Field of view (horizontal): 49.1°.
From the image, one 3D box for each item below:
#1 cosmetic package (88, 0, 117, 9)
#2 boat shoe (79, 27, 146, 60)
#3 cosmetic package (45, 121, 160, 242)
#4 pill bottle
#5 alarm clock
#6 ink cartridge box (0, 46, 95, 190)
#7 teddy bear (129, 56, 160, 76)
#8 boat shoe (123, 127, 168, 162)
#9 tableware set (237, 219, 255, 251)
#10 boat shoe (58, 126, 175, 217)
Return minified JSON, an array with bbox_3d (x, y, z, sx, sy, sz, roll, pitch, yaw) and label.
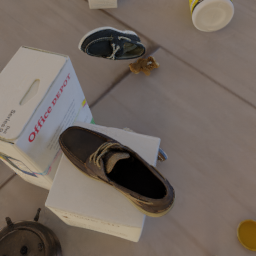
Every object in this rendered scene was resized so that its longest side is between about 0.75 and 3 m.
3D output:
[{"bbox_3d":[-0.981,-5.559,10.749,1.120,0.806,1.985,-1,63,0],"label":"cosmetic package"},{"bbox_3d":[-0.354,-2.415,8.282,2.416,0.913,0.729,-23,69,-43],"label":"boat shoe"},{"bbox_3d":[-0.438,1.289,6.296,1.876,2.241,1.864,12,63,6],"label":"cosmetic package"},{"bbox_3d":[2.866,-4.797,10.015,1.386,1.386,2.425,-1,62,-1],"label":"pill bottle"},{"bbox_3d":[-2.257,3.127,6.205,1.616,0.798,2.396,-23,68,-12],"label":"alarm clock"},{"bbox_3d":[-1.940,-0.025,6.537,1.300,2.972,2.159,16,63,13],"label":"ink cartridge box"},{"bbox_3d":[0.536,-2.023,9.180,0.756,0.348,1.043,44,62,12],"label":"teddy bear"},{"bbox_3d":[0.353,0.580,7.694,1.516,0.548,0.549,29,70,25],"label":"boat shoe"},{"bbox_3d":[2.975,2.950,6.497,2.346,0.360,1.580,-17,63,-8],"label":"tableware set"},{"bbox_3d":[-0.202,0.583,4.882,2.416,0.886,0.900,29,66,14],"label":"boat shoe"}]
